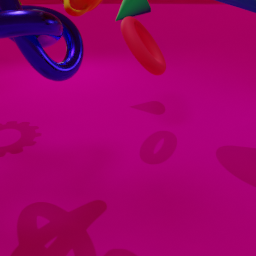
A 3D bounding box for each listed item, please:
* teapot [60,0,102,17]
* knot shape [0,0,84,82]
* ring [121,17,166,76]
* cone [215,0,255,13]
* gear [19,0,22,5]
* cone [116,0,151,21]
[{"bbox_3d":[-0.625,-1.937,3.496,0.648,1.323,0.823,18,-26,-41],"label":"teapot"},{"bbox_3d":[-1.483,-1.427,3.947,1.878,0.868,1.757,36,15,-12],"label":"knot shape"},{"bbox_3d":[0.383,-1.903,6.529,0.307,1.536,1.536,-31,14,25],"label":"ring"},{"bbox_3d":[2.575,-2.961,5.987,1.683,1.677,1.677,39,20,-18],"label":"cone"},{"bbox_3d":[-3.463,-2.800,6.914,1.687,0.312,1.687,-28,4,2],"label":"gear"},{"bbox_3d":[-0.004,-3.675,8.706,1.033,1.029,1.029,-42,31,3],"label":"cone"}]
